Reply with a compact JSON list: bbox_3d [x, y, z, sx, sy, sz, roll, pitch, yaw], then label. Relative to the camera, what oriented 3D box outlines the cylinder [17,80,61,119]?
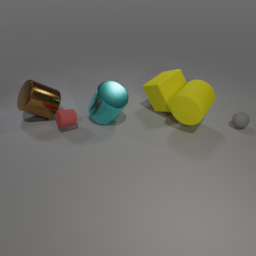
[{"bbox_3d":[-3.924,-1.247,12.364,1.400,1.400,1.400,19,15,-41],"label":"cylinder"}]

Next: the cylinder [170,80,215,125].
[{"bbox_3d":[2.663,-1.054,11.490,1.400,1.400,1.400,19,45,28],"label":"cylinder"}]

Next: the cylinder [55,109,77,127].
[{"bbox_3d":[-2.581,-0.417,11.689,0.700,0.700,0.700,-9,31,-33],"label":"cylinder"}]

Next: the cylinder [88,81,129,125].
[{"bbox_3d":[-0.863,-1.064,12.053,1.400,1.400,1.400,12,57,-19],"label":"cylinder"}]

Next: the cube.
[{"bbox_3d":[1.792,-1.694,12.843,1.400,1.400,1.400,-36,19,-19],"label":"cube"}]

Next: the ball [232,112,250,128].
[{"bbox_3d":[4.820,-0.343,11.959,0.700,0.700,0.700,0,31,0],"label":"ball"}]
